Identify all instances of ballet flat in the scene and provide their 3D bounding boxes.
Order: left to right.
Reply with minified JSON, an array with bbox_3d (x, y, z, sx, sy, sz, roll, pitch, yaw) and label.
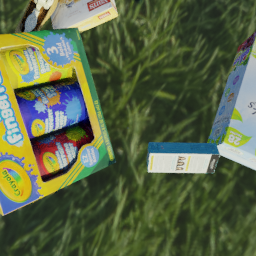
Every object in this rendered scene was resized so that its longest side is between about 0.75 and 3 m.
[{"bbox_3d":[-1.977,-2.645,6.268,0.586,0.538,1.707,24,89,-22],"label":"ballet flat"}]

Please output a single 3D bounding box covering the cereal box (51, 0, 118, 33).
[{"bbox_3d":[-1.212,-3.339,6.716,1.538,0.423,2.138,-19,73,15],"label":"cereal box"}]

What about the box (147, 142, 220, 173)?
[{"bbox_3d":[1.047,0.578,5.455,1.323,0.544,0.325,1,40,-1],"label":"box"}]

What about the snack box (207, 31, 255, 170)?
[{"bbox_3d":[3.353,-0.409,6.268,2.368,0.950,2.808,22,76,-3],"label":"snack box"}]

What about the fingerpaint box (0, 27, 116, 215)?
[{"bbox_3d":[-1.428,-0.213,4.309,1.942,0.854,2.328,-21,100,-36],"label":"fingerpaint box"}]
